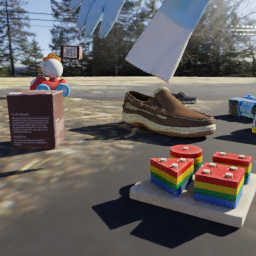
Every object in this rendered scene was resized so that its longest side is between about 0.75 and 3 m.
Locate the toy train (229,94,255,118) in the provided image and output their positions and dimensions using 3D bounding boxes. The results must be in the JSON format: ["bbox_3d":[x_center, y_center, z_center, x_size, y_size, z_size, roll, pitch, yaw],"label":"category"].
[{"bbox_3d":[3.913,-0.645,8.830,0.855,0.648,1.496,-14,18,-18],"label":"toy train"}]

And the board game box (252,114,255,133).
[{"bbox_3d":[3.927,-0.219,6.202,2.023,0.966,0.303,10,-25,34],"label":"board game box"}]

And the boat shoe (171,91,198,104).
[{"bbox_3d":[2.235,-1.346,12.196,1.592,0.516,0.583,2,12,9],"label":"boat shoe"}]

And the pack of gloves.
[{"bbox_3d":[0.397,-2.598,5.111,2.322,2.764,0.545,27,-4,-7],"label":"pack of gloves"}]

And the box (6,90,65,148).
[{"bbox_3d":[-1.798,-0.198,5.634,0.880,1.061,0.871,1,12,0],"label":"box"}]

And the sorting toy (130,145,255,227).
[{"bbox_3d":[0.879,0.574,3.508,1.275,0.446,1.282,7,14,31],"label":"sorting toy"}]

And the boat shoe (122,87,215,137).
[{"bbox_3d":[0.828,-0.482,6.939,1.050,1.051,2.842,-12,17,-43],"label":"boat shoe"}]

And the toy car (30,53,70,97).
[{"bbox_3d":[-4.291,-2.879,15.085,2.026,2.291,2.112,-6,13,-28],"label":"toy car"}]

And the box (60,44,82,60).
[{"bbox_3d":[-2.161,-2.931,10.810,0.726,0.543,1.449,2,13,-7],"label":"box"}]
